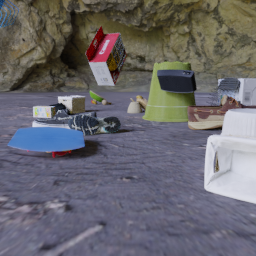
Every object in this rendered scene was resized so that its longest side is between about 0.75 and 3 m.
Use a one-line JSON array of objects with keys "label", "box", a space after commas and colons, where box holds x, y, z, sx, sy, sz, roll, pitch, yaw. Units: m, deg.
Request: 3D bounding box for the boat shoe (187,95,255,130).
[{"label": "boat shoe", "box": [3.554, -0.652, 9.939, 2.894, 1.042, 1.044, -8, 11, 15]}]

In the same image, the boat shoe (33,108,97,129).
[{"label": "boat shoe", "box": [-2.252, -0.322, 10.023, 2.306, 0.782, 0.827, 1, 9, 4]}]

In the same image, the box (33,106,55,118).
[{"label": "box", "box": [-4.075, -0.790, 13.670, 0.951, 0.535, 0.482, 3, 10, 12]}]

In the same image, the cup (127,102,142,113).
[{"label": "cup", "box": [0.392, -1.162, 15.750, 0.837, 0.599, 0.837, 1, 9, 0]}]

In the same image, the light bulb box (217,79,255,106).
[{"label": "light bulb box", "box": [5.436, -1.496, 13.817, 1.176, 1.867, 1.884, -1, 8, -19]}]

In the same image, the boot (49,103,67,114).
[{"label": "boot", "box": [-3.840, -0.948, 14.952, 1.147, 0.425, 0.940, -22, 32, -14]}]

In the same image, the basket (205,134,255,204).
[{"label": "basket", "box": [1.956, 0.588, 4.249, 1.333, 0.904, 0.822, 8, 8, 40]}]

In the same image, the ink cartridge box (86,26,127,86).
[{"label": "ink cartridge box", "box": [-0.469, -1.678, 6.454, 0.447, 0.936, 1.066, 4, 54, 21]}]

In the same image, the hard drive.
[{"label": "hard drive", "box": [1.941, -1.867, 11.295, 1.541, 1.040, 0.326, 9, 52, 29]}]

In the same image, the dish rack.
[{"label": "dish rack", "box": [4.409, -1.455, 13.361, 0.581, 2.131, 1.634, 21, 1, -22]}]

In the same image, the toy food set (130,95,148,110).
[{"label": "toy food set", "box": [0.974, -1.379, 15.873, 1.232, 0.358, 1.784, 44, -12, -28]}]

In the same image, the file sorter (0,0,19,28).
[{"label": "file sorter", "box": [-3.624, -3.224, 7.887, 0.577, 0.652, 0.940, 38, 29, -11]}]

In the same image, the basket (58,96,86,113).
[{"label": "basket", "box": [-3.168, -1.344, 15.832, 1.142, 0.927, 1.153, 6, 10, 34]}]

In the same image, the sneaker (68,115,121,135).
[{"label": "sneaker", "box": [-1.158, -0.057, 9.400, 1.725, 0.669, 0.744, 3, -5, -18]}]

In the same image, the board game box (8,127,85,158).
[{"label": "board game box", "box": [-1.928, 0.416, 6.864, 1.663, 0.410, 2.104, 3, 14, -13]}]

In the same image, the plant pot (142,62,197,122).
[{"label": "plant pot", "box": [2.035, -1.728, 13.065, 2.729, 2.591, 2.729, 0, 8, 0]}]

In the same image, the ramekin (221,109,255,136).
[{"label": "ramekin", "box": [3.542, -0.040, 7.933, 1.735, 0.911, 1.735, 0, 9, 0]}]

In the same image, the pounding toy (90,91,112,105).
[{"label": "pounding toy", "box": [-2.311, -2.084, 21.487, 1.793, 0.832, 1.384, 33, 6, 13]}]
